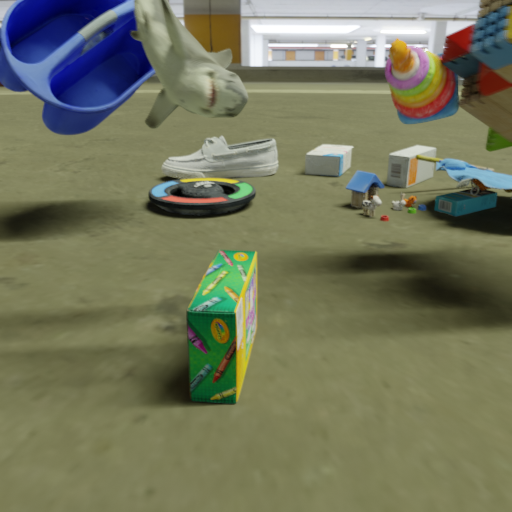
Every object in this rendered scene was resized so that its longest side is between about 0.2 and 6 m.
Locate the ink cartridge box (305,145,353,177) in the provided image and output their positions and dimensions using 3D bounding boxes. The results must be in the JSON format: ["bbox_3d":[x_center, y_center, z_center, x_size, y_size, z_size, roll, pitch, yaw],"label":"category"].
[{"bbox_3d":[1.854,-2.398,13.979,0.875,0.516,1.520,8,22,20],"label":"ink cartridge box"}]

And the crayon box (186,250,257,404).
[{"bbox_3d":[-0.287,0.620,5.506,0.448,0.913,1.536,2,20,6],"label":"crayon box"}]

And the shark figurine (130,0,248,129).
[{"bbox_3d":[-0.585,-1.941,4.733,0.871,2.086,1.247,-17,-8,-35],"label":"shark figurine"}]

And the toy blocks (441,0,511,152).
[{"bbox_3d":[3.463,-2.379,6.371,2.278,1.665,3.332,20,-14,-28],"label":"toy blocks"}]

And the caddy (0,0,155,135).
[{"bbox_3d":[-2.813,-3.412,9.215,1.542,2.077,2.938,-24,25,54],"label":"caddy"}]

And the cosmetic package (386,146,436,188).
[{"bbox_3d":[3.552,-2.047,12.782,0.509,0.724,1.428,17,27,36],"label":"cosmetic package"}]

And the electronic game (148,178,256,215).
[{"bbox_3d":[-1.060,-1.242,11.057,2.108,0.439,2.108,0,21,0],"label":"electronic game"}]

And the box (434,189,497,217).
[{"bbox_3d":[4.026,-1.043,10.729,1.226,0.301,0.505,-14,25,-32],"label":"box"}]

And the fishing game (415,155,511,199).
[{"bbox_3d":[4.695,-1.187,10.314,2.871,0.623,4.009,3,20,-25],"label":"fishing game"}]

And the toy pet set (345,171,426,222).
[{"bbox_3d":[2.419,-1.207,10.642,1.267,0.673,1.183,-16,26,-37],"label":"toy pet set"}]

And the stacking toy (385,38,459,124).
[{"bbox_3d":[1.988,-2.338,7.157,0.874,0.924,1.592,-4,-5,31],"label":"stacking toy"}]

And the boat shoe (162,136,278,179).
[{"bbox_3d":[-0.829,-2.349,13.226,2.795,0.958,1.006,-3,21,-8],"label":"boat shoe"}]
